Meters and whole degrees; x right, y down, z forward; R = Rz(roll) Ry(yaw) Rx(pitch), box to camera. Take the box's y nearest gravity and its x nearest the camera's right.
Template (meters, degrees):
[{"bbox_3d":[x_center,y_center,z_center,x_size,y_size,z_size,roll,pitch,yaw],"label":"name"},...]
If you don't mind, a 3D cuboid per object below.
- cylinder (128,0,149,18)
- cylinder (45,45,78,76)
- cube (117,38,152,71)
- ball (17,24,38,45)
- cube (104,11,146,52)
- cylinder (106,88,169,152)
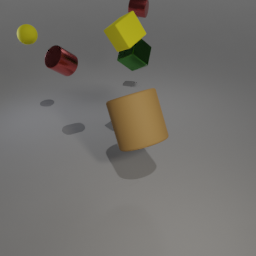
[{"bbox_3d":[0.436,-4.934,11.489,0.700,0.700,0.700,13,34,12],"label":"cylinder"},{"bbox_3d":[-1.956,-1.965,8.241,0.700,0.700,0.700,24,3,34],"label":"cylinder"},{"bbox_3d":[0.199,-2.293,8.635,0.700,0.700,0.700,-8,63,45],"label":"cube"},{"bbox_3d":[-3.595,-3.340,10.006,0.700,0.700,0.700,0,31,0],"label":"ball"},{"bbox_3d":[-0.085,-2.583,7.550,0.700,0.700,0.700,-45,25,-20],"label":"cube"},{"bbox_3d":[0.256,-0.231,7.644,1.400,1.400,1.400,-16,5,1],"label":"cylinder"}]
